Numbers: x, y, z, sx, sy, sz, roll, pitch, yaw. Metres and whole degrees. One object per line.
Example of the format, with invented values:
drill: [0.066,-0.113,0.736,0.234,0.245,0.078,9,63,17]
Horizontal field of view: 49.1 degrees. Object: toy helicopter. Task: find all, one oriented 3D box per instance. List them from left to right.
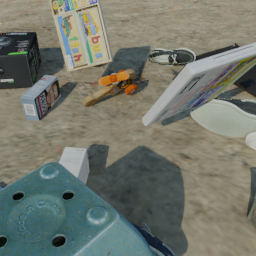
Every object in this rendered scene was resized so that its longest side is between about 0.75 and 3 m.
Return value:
toy helicopter: [-0.600,-1.314,9.212,2.014,1.332,0.794,-33,81,-8]

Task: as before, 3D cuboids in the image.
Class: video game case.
video game case: [1.631,-0.921,6.175,2.215,2.434,0.268,-21,76,-23]

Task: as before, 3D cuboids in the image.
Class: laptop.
laptop: [3.817,-2.150,11.273,2.892,1.676,2.708,39,45,3]

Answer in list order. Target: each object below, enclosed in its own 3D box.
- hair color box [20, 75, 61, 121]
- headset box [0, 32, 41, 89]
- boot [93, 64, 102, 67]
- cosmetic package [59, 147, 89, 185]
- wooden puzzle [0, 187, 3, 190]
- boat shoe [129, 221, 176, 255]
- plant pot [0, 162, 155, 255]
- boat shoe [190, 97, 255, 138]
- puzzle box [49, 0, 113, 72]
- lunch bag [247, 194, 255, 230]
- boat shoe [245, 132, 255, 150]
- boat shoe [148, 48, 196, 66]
hair color box: [-2.790,-1.013,9.136,0.492,0.803,1.622,8,37,11]
headset box: [-4.886,-2.622,10.902,2.488,1.325,2.857,-4,36,-6]
boot: [-1.617,-3.060,12.253,1.126,0.430,0.946,-3,40,6]
cosmetic package: [-1.271,1.156,6.203,0.563,0.783,1.387,3,34,5]
wooden puzzle: [-3.862,1.719,5.848,1.617,0.280,2.397,29,45,34]
boat shoe: [0.243,2.062,5.010,0.494,0.599,1.599,12,2,-43]
plant pot: [-1.037,1.910,3.805,2.340,2.384,2.334,30,46,34]
boat shoe: [3.265,-0.314,8.027,2.930,1.108,0.884,20,42,7]
puzzle box: [-1.402,-2.964,8.555,1.494,2.246,0.286,-12,9,10]
lunch bag: [3.599,1.749,4.844,2.175,1.279,1.784,-1,25,-7]
boat shoe: [3.869,0.610,7.188,1.675,0.603,0.574,24,41,15]
boat shoe: [1.837,-2.976,11.942,2.025,0.766,0.611,9,36,33]
